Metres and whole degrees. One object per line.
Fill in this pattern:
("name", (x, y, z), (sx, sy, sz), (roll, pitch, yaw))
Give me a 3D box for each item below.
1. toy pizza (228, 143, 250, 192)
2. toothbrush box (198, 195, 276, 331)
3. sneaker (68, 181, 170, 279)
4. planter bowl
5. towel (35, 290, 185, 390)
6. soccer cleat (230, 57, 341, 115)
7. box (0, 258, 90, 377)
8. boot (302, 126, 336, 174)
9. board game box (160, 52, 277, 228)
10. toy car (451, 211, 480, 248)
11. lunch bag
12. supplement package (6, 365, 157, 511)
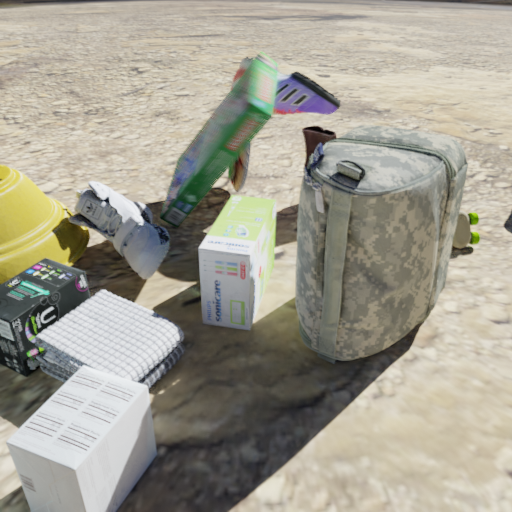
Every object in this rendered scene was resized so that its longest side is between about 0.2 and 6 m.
("toy pizza", (-0.471, -2.453, 12.697), (0.315, 1.988, 1.988), (1, 30, -13))
("toothbrush box", (-0.261, 0.052, 9.339), (0.847, 1.433, 1.968), (8, 31, 12))
("sneaker", (-2.541, -0.506, 10.162), (1.478, 0.966, 2.571), (26, 13, -31))
("planter bowl", (-5.027, -0.662, 10.044), (3.715, 1.547, 3.715), (-4, 29, 2))
("towel", (-2.060, 1.344, 7.938), (1.703, 0.729, 1.410), (19, 37, 25))
("soccer cleat", (0.541, -3.392, 12.047), (3.004, 1.099, 1.024), (34, 10, 39))
("box", (-3.266, 0.871, 8.348), (0.883, 1.055, 1.420), (16, 35, 24))
("boot", (1.665, -1.677, 11.778), (0.776, 1.785, 2.146), (-26, 36, -21))
("board game box", (-0.774, -2.323, 11.341), (0.476, 3.270, 2.200), (31, 39, -20))
("toy car", (3.883, -0.526, 11.275), (0.772, 0.742, 0.940), (-4, 2, -13))
("lunch bag", (1.641, -0.244, 8.263), (2.147, 3.081, 2.584), (17, 34, 25))
("supplement package", (-1.846, 2.120, 6.169), (0.906, 1.177, 1.231), (13, 34, 20))
